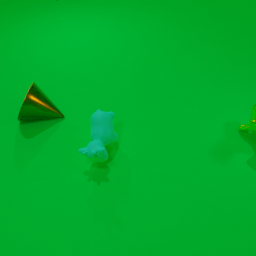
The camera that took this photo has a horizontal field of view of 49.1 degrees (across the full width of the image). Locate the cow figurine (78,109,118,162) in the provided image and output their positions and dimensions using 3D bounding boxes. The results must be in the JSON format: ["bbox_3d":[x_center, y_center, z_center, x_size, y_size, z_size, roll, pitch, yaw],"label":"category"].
[{"bbox_3d":[-0.815,0.204,7.854,0.793,1.445,1.422,-4,4,22],"label":"cow figurine"}]

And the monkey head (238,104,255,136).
[{"bbox_3d":[3.958,-0.036,7.941,1.396,1.169,1.940,-31,33,-33],"label":"monkey head"}]

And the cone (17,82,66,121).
[{"bbox_3d":[-2.635,-0.598,9.008,1.330,1.325,1.325,23,47,-15],"label":"cone"}]
